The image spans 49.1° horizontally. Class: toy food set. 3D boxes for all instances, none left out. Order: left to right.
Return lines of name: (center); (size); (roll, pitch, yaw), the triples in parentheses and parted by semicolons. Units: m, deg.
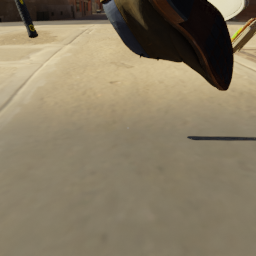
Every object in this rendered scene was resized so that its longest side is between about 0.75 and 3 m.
toy food set: (2.569, -2.123, 6.502); (0.358, 1.230, 1.781); (47, 43, 9)

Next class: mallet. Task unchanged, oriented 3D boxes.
mallet: (-3.198, -3.748, 7.574); (0.917, 2.785, 0.573); (-12, -7, -37)

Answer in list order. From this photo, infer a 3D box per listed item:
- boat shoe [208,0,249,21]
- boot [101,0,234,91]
boat shoe: (3.011, -4.049, 9.483); (0.809, 0.976, 2.717); (-17, 15, -24)
boot: (0.727, -1.424, 4.341); (1.227, 2.532, 0.946); (6, 66, 43)
